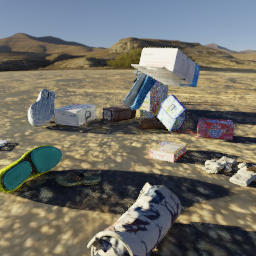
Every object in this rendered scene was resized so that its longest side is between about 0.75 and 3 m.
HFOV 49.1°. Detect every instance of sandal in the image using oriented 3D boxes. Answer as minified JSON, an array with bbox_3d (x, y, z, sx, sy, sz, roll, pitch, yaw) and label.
[{"bbox_3d":[-1.178,1.175,6.688,1.041,0.297,0.413,-2,15,-6],"label":"sandal"}]

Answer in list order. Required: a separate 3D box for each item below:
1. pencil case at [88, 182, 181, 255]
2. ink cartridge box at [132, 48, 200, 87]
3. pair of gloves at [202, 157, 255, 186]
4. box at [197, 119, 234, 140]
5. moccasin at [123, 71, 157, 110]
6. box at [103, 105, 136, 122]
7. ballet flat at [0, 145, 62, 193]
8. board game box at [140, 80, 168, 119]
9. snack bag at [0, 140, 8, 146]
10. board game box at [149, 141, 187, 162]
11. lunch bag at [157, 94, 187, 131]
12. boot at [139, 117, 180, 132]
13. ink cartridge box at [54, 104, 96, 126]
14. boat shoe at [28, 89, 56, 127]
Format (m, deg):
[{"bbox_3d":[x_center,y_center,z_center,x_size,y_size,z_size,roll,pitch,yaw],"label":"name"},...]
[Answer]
[{"bbox_3d":[0.175,1.554,4.449,0.807,0.702,1.805,31,27,21],"label":"pencil case"},{"bbox_3d":[1.242,-1.945,8.828,1.267,0.741,2.185,13,0,37],"label":"ink cartridge box"},{"bbox_3d":[2.750,1.041,7.297,1.187,0.245,1.396,-11,18,-35],"label":"pair of gloves"},{"bbox_3d":[3.209,0.034,10.317,1.252,0.598,0.624,4,16,13],"label":"box"},{"bbox_3d":[0.526,-1.909,11.761,0.817,0.964,2.395,19,65,31],"label":"moccasin"},{"bbox_3d":[-0.389,-0.703,13.057,1.486,0.557,0.744,-14,27,-39],"label":"box"},{"bbox_3d":[-2.524,0.956,6.918,0.711,0.708,2.120,-13,10,26],"label":"ballet flat"},{"bbox_3d":[1.379,-1.714,14.152,0.502,1.972,2.934,7,17,24],"label":"board game box"},{"bbox_3d":[-4.651,0.545,9.404,0.904,0.097,0.852,2,16,9],"label":"snack bag"},{"bbox_3d":[1.234,0.693,8.563,0.800,0.244,1.056,9,18,31],"label":"board game box"},{"bbox_3d":[1.645,-0.559,10.213,0.681,1.068,0.908,-9,48,-33],"label":"lunch bag"},{"bbox_3d":[1.329,-0.089,11.221,1.392,0.447,1.298,18,25,38],"label":"boot"},{"bbox_3d":[-2.332,-0.616,12.533,1.201,0.690,1.654,6,16,21],"label":"ink cartridge box"},{"bbox_3d":[-3.833,-0.760,12.641,1.046,0.902,2.906,20,28,-14],"label":"boat shoe"}]
